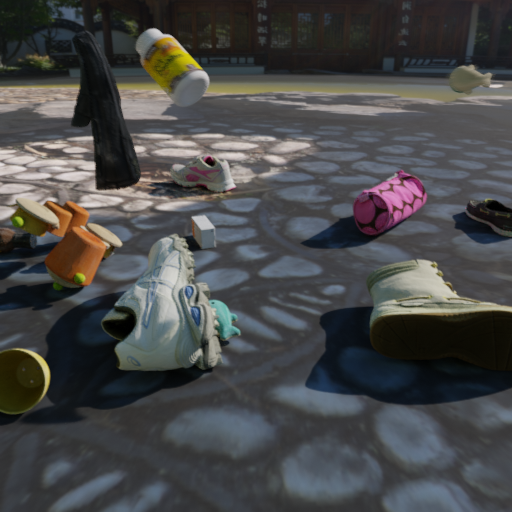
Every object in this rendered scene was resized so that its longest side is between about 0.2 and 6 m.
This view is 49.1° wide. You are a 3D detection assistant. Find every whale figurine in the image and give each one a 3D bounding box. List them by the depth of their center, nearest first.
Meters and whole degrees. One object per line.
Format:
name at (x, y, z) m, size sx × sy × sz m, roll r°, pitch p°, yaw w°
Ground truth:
whale figurine at (3.082, -2.523, 8.097) m, size 0.560 × 0.445 × 0.291 m, roll 4°, pitch -10°, yaw 9°
whale figurine at (-0.586, 0.978, 8.581) m, size 0.683 × 0.446 × 0.859 m, roll -13°, pitch 26°, yaw -28°

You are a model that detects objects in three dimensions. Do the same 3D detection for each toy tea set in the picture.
toy tea set at (-3.664, -0.212, 10.740) m, size 1.831 × 1.140 × 3.079 m, roll 33°, pitch 4°, yaw -4°

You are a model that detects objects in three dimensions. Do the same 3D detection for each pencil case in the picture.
pencil case at (3.095, -1.276, 13.081) m, size 1.042 × 1.076 × 2.296 m, roll -9°, pitch 12°, yaw 38°

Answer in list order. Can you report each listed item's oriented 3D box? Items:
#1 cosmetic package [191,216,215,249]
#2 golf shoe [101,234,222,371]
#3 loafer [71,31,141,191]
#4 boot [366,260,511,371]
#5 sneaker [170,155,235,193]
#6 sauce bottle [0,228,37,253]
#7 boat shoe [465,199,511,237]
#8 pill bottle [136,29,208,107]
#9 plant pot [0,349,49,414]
cosmetic package at (-1.145, -0.519, 12.109) m, size 0.317 × 0.451 × 0.889 m, roll -8°, pitch 23°, yaw -18°
golf shoe at (-1.605, 0.617, 8.558) m, size 1.574 × 1.268 × 3.238 m, roll -12°, pitch 24°, yaw -12°
loafer at (-3.116, -2.762, 10.935) m, size 1.070 × 3.047 × 1.035 m, roll -16°, pitch 14°, yaw -10°
boot at (2.995, 0.787, 8.459) m, size 2.613 × 0.942 × 2.021 m, roll 2°, pitch 22°, yaw 7°
sneaker at (-1.546, -2.478, 16.072) m, size 2.151 × 0.949 × 0.875 m, roll 12°, pitch 26°, yaw 27°
sauce bottle at (-5.390, -0.336, 11.567) m, size 1.639 × 0.530 × 0.530 m, roll 0°, pitch 23°, yaw 4°
boat shoe at (5.585, -1.027, 13.136) m, size 0.680 × 0.574 × 1.907 m, roll -5°, pitch 24°, yaw -12°
pill bottle at (-1.295, -2.868, 8.473) m, size 0.645 × 0.645 × 1.181 m, roll -25°, pitch 68°, yaw -44°
plant pot at (-2.938, 1.531, 7.058) m, size 0.788 × 0.788 × 0.560 m, roll 0°, pitch -1°, yaw 1°
